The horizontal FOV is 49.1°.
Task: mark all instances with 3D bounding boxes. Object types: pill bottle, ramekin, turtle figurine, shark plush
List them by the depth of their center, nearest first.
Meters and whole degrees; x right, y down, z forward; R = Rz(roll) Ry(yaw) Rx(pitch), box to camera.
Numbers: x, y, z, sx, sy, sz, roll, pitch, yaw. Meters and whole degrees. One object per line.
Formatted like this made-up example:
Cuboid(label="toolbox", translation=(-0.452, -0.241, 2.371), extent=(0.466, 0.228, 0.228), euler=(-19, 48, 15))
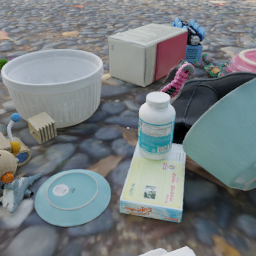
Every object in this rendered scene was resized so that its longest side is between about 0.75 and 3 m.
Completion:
Cuboid(label="shark plush", translation=(-2.101, 1.260, 5.576), extent=(0.462, 0.503, 1.108), euler=(29, 18, 7))
Cuboid(label="pill bottle", translation=(0.588, -0.053, 5.818), extent=(0.736, 1.329, 0.736), euler=(1, 32, 0))
Cuboid(label="ramekin", translation=(-2.057, -1.159, 8.083), extent=(2.724, 1.430, 2.724), euler=(0, 33, 0))
Cuboid(label="turtle figurine", translation=(3.129, -2.184, 10.281), extent=(1.080, 0.726, 1.442), euler=(-20, 46, -30))

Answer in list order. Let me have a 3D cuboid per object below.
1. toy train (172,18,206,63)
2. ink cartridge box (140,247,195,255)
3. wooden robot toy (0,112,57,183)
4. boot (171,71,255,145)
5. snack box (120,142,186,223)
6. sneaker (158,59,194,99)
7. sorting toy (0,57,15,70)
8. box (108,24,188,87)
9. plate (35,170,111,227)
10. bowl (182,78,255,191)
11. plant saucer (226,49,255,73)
Cuboid(label="toy train", translation=(2.480, -3.809, 12.088), extent=(1.093, 1.441, 2.522), euler=(2, 33, -9))
Cuboid(label="ink cartridge box", translation=(0.235, 2.483, 2.404), extent=(1.609, 1.568, 2.503), euler=(-11, 35, -16))
Cuboid(label="wooden robot toy", translation=(-2.571, 0.661, 5.604), extent=(1.328, 1.289, 2.927), euler=(39, 36, 27))
Cuboid(label="boot", translation=(2.254, -0.552, 7.342), extent=(2.382, 0.949, 2.890), euler=(-5, 23, 28))
Cuboid(label="snack box", translation=(0.592, 0.981, 5.794), extent=(1.131, 0.361, 1.946), euler=(7, 34, 10))
Cuboid(label="sneaker", translation=(1.295, -1.390, 7.984), extent=(0.524, 1.327, 0.633), euler=(22, 31, -35))
Cuboid(label="sorting toy", translation=(-4.845, -2.323, 10.882), extent=(0.485, 0.489, 1.410), euler=(40, 48, 14))
Cuboid(label="box", translation=(0.786, -2.847, 10.574), extent=(1.749, 1.491, 2.736), euler=(25, 41, 33))
Cuboid(label="plate", translation=(-1.084, 1.268, 5.524), extent=(1.495, 0.191, 1.495), euler=(0, 34, 0))
Cuboid(label="bowl", translation=(2.374, 0.278, 5.233), extent=(2.418, 2.418, 1.265), euler=(-15, 59, -22))
Cuboid(label="plant saucer", translation=(5.205, -2.331, 10.530), extent=(2.789, 0.707, 2.789), euler=(0, 34, 0))
